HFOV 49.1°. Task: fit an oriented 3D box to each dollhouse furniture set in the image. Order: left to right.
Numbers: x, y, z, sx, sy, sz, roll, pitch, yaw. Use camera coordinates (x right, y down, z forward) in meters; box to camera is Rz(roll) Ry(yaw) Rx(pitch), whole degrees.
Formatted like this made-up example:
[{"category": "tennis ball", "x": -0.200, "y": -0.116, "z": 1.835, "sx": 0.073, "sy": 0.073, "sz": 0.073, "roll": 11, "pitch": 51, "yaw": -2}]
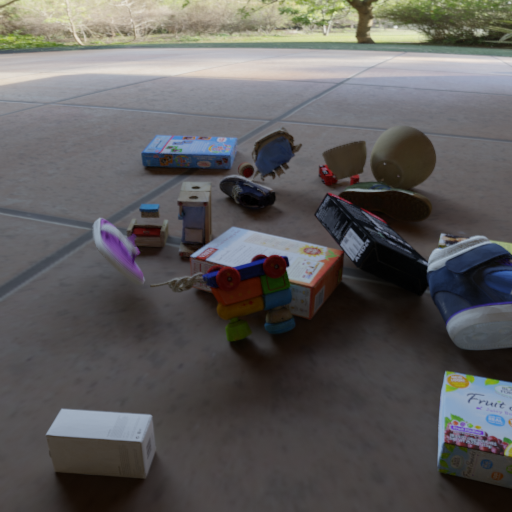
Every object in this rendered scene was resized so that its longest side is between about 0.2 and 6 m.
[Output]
[{"category": "dollhouse furniture set", "x": -1.825, "y": -0.772, "z": 11.636, "sx": 1.742, "sy": 1.228, "sz": 1.221, "roll": 1, "pitch": 25, "yaw": -2}]

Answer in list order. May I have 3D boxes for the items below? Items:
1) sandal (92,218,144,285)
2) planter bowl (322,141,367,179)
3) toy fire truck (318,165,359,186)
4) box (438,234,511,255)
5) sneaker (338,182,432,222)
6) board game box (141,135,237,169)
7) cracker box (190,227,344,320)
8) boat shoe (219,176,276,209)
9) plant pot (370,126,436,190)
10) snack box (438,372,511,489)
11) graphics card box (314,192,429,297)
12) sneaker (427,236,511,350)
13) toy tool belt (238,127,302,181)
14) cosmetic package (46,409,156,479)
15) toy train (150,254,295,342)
[{"category": "sandal", "x": -2.512, "y": -0.257, "z": 10.293, "sx": 0.558, "sy": 0.925, "sz": 2.272, "roll": -49, "pitch": 40, "yaw": 3}, {"category": "planter bowl", "x": 2.377, "y": -2.454, "z": 14.637, "sx": 1.161, "sy": 0.782, "sz": 1.161, "roll": -14, "pitch": 2, "yaw": 0}, {"category": "toy fire truck", "x": 2.281, "y": -2.210, "z": 15.508, "sx": 0.924, "sy": 0.319, "sz": 1.310, "roll": -3, "pitch": 28, "yaw": -5}, {"category": "box", "x": 4.473, "y": -0.044, "z": 11.137, "sx": 1.648, "sy": 0.413, "sz": 0.620, "roll": 10, "pitch": 29, "yaw": 17}, {"category": "sneaker", "x": 3.163, "y": -1.427, "z": 13.458, "sx": 2.221, "sy": 0.745, "sz": 0.997, "roll": 10, "pitch": 32, "yaw": 26}, {"category": "board game box", "x": -1.996, "y": -3.245, "z": 17.371, "sx": 2.664, "sy": 0.487, "sz": 2.015, "roll": 2, "pitch": 27, "yaw": 4}, {"category": "cracker box", "x": 0.212, "y": 0.242, "z": 10.246, "sx": 2.398, "sy": 0.692, "sz": 1.606, "roll": 14, "pitch": 29, "yaw": 24}, {"category": "boat shoe", "x": -0.377, "y": -1.583, "z": 13.928, "sx": 1.637, "sy": 0.611, "sz": 0.759, "roll": 16, "pitch": 23, "yaw": 28}, {"category": "plant pot", "x": 3.639, "y": -2.366, "z": 14.491, "sx": 1.686, "sy": 1.686, "sz": 1.132, "roll": 17, "pitch": 41, "yaw": 30}, {"category": "snack box", "x": 3.033, "y": 2.112, "z": 6.724, "sx": 1.577, "sy": 0.534, "sz": 1.330, "roll": 9, "pitch": 29, "yaw": 16}, {"category": "graphics card box", "x": 2.207, "y": -0.281, "z": 10.700, "sx": 1.543, "sy": 0.625, "sz": 2.459, "roll": 23, "pitch": 18, "yaw": -24}, {"category": "sneaker", "x": 4.251, "y": 0.360, "z": 8.982, "sx": 2.908, "sy": 1.172, "sz": 2.130, "roll": -5, "pitch": 47, "yaw": 3}, {"category": "toy tool belt", "x": 0.360, "y": -2.570, "z": 14.954, "sx": 1.771, "sy": 1.106, "sz": 1.088, "roll": -40, "pitch": 38, "yaw": 6}, {"category": "cosmetic package", "x": -1.788, "y": 2.186, "z": 6.523, "sx": 1.114, "sy": 0.599, "sz": 0.472, "roll": 4, "pitch": 27, "yaw": 5}, {"category": "toy train", "x": -0.449, "y": 0.774, "z": 8.720, "sx": 2.161, "sy": 1.251, "sz": 0.915, "roll": -15, "pitch": 4, "yaw": -16}]
